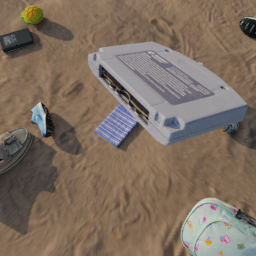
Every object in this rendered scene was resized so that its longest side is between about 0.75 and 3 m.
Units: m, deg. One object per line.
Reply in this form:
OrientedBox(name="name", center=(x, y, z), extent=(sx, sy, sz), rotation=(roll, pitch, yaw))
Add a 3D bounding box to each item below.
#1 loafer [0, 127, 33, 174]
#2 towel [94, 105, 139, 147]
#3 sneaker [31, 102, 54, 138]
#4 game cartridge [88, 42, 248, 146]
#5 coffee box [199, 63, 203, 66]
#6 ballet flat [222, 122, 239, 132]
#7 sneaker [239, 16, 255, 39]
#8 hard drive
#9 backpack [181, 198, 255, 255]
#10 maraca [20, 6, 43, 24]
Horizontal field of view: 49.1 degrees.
OrientedBox(name="loafer", center=(-3.716, 0.833, 7.751), extent=(0.884, 0.773, 2.458), rotation=(36, 68, 18))
OrientedBox(name="towel", center=(-0.305, -0.105, 8.616), extent=(0.909, 0.150, 1.256), rotation=(33, 67, 17))
OrientedBox(name="sneaker", center=(-2.656, -0.178, 8.566), extent=(0.548, 0.478, 1.219), rotation=(-28, 60, 6))
OrientedBox(name="game cartridge", center=(0.661, -0.826, 5.170), extent=(1.854, 0.569, 2.786), rotation=(-18, 44, -24))
OrientedBox(name="coffee box", center=(1.805, -1.484, 8.909), extent=(0.916, 0.924, 0.926), rotation=(10, 62, 5))
OrientedBox(name="ballet flat", center=(2.717, -0.627, 8.666), extent=(0.647, 0.647, 1.798), rotation=(-18, 62, -9))
OrientedBox(name="sneaker", center=(4.984, -3.700, 10.316), extent=(1.846, 0.682, 0.732), rotation=(18, 54, 2))
OrientedBox(name="hard drive", center=(-4.095, -3.231, 10.270), extent=(1.121, 0.184, 0.782), rotation=(-21, 64, -11))
OrientedBox(name="backpack", center=(1.386, 1.648, 4.225), extent=(1.145, 0.878, 1.006), rotation=(34, 102, 26))
OrientedBox(name="maraca", center=(-3.669, -4.328, 10.658), extent=(1.104, 0.591, 0.757), rotation=(30, 76, 31))
